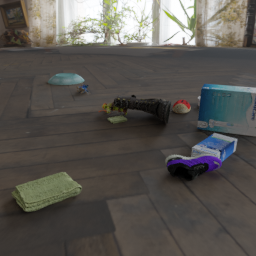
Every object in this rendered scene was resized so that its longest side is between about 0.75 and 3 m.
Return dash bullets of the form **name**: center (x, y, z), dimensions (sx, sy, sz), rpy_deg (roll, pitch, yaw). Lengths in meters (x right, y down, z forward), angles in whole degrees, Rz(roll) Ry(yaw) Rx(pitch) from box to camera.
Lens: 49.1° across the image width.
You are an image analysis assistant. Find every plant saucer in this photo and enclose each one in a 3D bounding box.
- **plant saucer**: center (-4.498, -3.630, 20.344), dimensions (2.625, 0.505, 2.625), rpy_deg (1, 21, 0)

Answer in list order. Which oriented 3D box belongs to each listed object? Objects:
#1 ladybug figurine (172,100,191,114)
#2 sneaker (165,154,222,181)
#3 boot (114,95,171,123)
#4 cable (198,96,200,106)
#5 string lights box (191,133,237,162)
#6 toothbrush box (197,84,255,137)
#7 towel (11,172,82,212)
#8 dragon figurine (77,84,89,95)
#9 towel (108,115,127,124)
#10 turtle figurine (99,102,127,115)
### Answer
- **ladybug figurine**: center (2.645, -1.082, 13.788), dimensions (0.875, 0.464, 1.289), rpy_deg (6, 22, 14)
- **sneaker**: center (1.902, 1.182, 7.961), dimensions (1.606, 0.559, 0.799), rpy_deg (-2, 29, 1)
- **boot**: center (0.567, -0.939, 12.472), dimensions (2.437, 0.969, 2.799), rpy_deg (7, 11, -3)
- **cable**: center (4.316, -1.347, 14.464), dimensions (1.402, 0.485, 1.402), rpy_deg (-15, 25, -31)
- **string lights box**: center (2.842, 0.692, 9.188), dimensions (0.837, 0.480, 1.629), rpy_deg (18, 27, 38)
- **toothbrush box**: center (4.090, -0.750, 11.171), dimensions (2.377, 1.740, 1.014), rpy_deg (7, 22, 20)
- **towel**: center (-2.067, 1.602, 7.141), dimensions (1.520, 0.277, 1.128), rpy_deg (-16, 26, -34)
- **dragon figurine**: center (-2.642, -2.386, 17.166), dimensions (0.746, 0.442, 1.501), rpy_deg (-20, 26, -38)
- **towel**: center (-0.473, -0.386, 12.445), dimensions (0.784, 0.143, 0.581), rpy_deg (-10, 24, -24)
- **turtle figurine**: center (-0.679, -0.969, 13.374), dimensions (1.307, 0.522, 1.621), rpy_deg (8, 9, -1)
